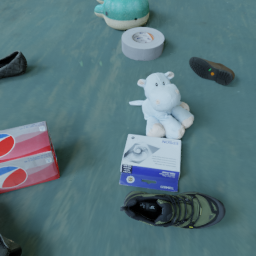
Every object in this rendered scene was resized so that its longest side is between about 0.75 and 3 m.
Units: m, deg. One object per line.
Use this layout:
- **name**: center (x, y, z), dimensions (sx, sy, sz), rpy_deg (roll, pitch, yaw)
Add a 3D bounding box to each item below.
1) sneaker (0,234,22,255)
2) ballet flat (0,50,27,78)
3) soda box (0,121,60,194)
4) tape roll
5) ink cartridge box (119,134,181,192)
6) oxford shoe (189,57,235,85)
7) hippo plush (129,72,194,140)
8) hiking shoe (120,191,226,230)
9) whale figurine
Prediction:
- **sneaker**: center (-2.369, 2.040, 4.601), dimensions (1.099, 0.807, 2.429), rpy_deg (-22, 54, -23)
- **ballet flat**: center (-4.249, -1.692, 8.112), dimensions (2.573, 0.731, 0.855), rpy_deg (-20, 50, -18)
- **soda box**: center (-2.914, 0.772, 5.611), dimensions (2.845, 0.996, 0.902), rpy_deg (-14, 48, -13)
- **tape roll**: center (0.493, -2.826, 9.364), dimensions (1.415, 0.467, 1.415), rpy_deg (0, 48, 0)
- **ink cartridge box**: center (0.513, 0.723, 6.166), dimensions (1.275, 0.259, 1.277), rpy_deg (6, 47, 6)
- **oxford shoe**: center (2.502, -1.752, 8.392), dimensions (1.433, 0.521, 0.605), rpy_deg (33, 44, 20)
- **hippo plush**: center (0.918, -0.689, 6.728), dimensions (1.357, 1.369, 1.703), rpy_deg (-13, 48, -12)
- **hiking shoe**: center (0.790, 1.490, 4.874), dimensions (1.836, 0.924, 0.695), rpy_deg (0, 87, 7)
- **whale figurine**: center (-0.299, -4.829, 10.610), dimensions (2.130, 1.389, 2.677), rpy_deg (-19, 49, -17)
